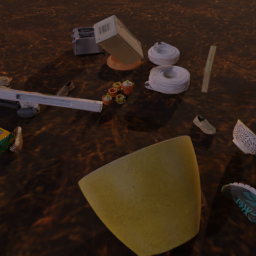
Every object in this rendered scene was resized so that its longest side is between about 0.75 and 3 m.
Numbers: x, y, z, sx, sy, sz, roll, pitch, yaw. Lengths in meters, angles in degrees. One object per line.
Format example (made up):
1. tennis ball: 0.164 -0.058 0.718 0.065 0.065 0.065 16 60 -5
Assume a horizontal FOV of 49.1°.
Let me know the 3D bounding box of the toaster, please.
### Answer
1. toaster: -2.174 -4.716 15.283 1.744 1.035 1.577 -8 42 -9

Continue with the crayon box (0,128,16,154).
1. crayon box: -4.505 0.368 9.655 1.191 0.347 0.707 18 62 33

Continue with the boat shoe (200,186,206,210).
1. boat shoe: 1.717 1.563 8.303 0.720 0.682 1.901 -13 43 -15

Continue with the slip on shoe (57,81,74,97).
1. slip on shoe: -2.758 -1.712 12.353 0.412 0.328 1.083 20 45 22

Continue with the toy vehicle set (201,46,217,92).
1. toy vehicle set: 2.675 -1.957 9.247 0.185 0.867 1.395 12 51 15

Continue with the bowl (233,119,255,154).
1. bowl: 4.007 0.428 9.452 0.661 1.408 1.408 -46 43 15

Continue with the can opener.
1. can opener: -4.628 -0.951 11.266 2.302 0.614 0.770 12 41 15

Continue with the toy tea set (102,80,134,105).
1. toy tea set: -0.435 -1.594 11.989 1.004 0.625 1.688 15 43 17

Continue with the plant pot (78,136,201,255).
1. plant pot: 0.552 1.760 6.797 2.968 2.968 2.107 -18 76 -19

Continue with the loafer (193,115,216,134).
1. loafer: 2.872 -0.125 10.509 0.384 0.347 1.015 -27 48 -28

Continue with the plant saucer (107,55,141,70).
1. plant saucer: -0.211 -3.535 14.466 1.747 0.327 1.747 1 41 0

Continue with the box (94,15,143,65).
1. box: -0.309 -3.358 11.026 0.969 2.357 0.806 -16 75 22

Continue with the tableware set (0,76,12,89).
1. tableware set: -6.225 -1.892 12.656 1.939 0.225 1.620 -1 42 -2

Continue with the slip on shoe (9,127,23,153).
1. slip on shoe: -3.895 0.422 9.886 0.448 0.357 1.177 -37 37 11

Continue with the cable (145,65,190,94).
1. cable: 1.882 -2.247 12.724 1.860 0.644 1.860 23 46 24

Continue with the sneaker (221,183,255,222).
1. sneaker: 3.401 2.145 7.687 1.769 0.686 0.807 22 49 25

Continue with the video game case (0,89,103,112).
1. video game case: -2.170 -0.806 7.982 2.869 0.258 2.054 8 6 -5

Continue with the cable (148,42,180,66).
1. cable: 1.850 -3.818 14.614 1.631 0.565 1.631 29 49 27
